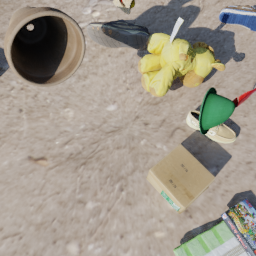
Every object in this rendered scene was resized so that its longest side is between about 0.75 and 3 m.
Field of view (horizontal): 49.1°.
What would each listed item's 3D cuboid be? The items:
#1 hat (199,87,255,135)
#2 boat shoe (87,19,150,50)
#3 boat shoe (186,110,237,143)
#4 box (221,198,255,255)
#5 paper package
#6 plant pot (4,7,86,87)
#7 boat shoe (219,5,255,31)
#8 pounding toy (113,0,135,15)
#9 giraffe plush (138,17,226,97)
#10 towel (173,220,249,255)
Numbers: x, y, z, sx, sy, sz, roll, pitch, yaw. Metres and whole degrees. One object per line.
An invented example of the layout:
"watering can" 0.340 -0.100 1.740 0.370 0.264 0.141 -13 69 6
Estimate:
"hat" 2.570 -0.388 6.903 1.257 1.428 1.183 15 26 32
"boat shoe" -0.382 -4.087 12.077 2.740 1.020 1.004 11 52 -4
"boat shoe" 2.989 -0.072 9.988 1.877 0.610 0.677 28 65 15
"box" 3.632 3.000 8.351 1.029 0.284 1.507 -19 62 -28
"paper package" 1.650 1.604 8.950 1.539 0.835 1.614 -37 68 -18
"plant pot" -2.532 -2.552 7.939 2.138 2.138 1.865 -28 51 -14
"boat shoe" 5.382 -5.072 12.583 2.385 0.862 0.863 19 61 10
"pounding toy" 0.191 -5.130 9.973 1.091 1.908 1.095 24 68 5
"giraffe plush" 2.118 -2.450 10.536 2.383 2.939 2.536 8 53 -29
"towel" 2.720 4.217 7.776 2.002 0.412 2.683 -20 60 -19
